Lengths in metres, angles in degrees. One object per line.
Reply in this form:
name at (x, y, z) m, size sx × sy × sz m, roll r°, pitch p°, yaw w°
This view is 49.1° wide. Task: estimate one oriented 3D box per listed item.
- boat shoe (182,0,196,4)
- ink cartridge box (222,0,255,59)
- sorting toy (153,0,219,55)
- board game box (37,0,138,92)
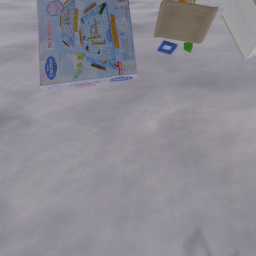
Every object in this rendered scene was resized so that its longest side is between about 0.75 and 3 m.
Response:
boat shoe at (1.798, -4.159, 8.265) m, size 0.535 × 1.613 × 0.597 m, roll 4°, pitch 53°, yaw 0°
ink cartridge box at (3.613, -3.419, 8.154) m, size 0.605 × 2.525 × 1.837 m, roll -18°, pitch 75°, yaw -2°
sorting toy at (1.558, -2.997, 7.790) m, size 1.526 × 2.710 × 0.369 m, roll 6°, pitch 68°, yaw -1°
board game box at (-1.113, -2.375, 7.529) m, size 2.534 × 0.523 × 2.540 m, roll -6°, pitch 78°, yaw 4°
